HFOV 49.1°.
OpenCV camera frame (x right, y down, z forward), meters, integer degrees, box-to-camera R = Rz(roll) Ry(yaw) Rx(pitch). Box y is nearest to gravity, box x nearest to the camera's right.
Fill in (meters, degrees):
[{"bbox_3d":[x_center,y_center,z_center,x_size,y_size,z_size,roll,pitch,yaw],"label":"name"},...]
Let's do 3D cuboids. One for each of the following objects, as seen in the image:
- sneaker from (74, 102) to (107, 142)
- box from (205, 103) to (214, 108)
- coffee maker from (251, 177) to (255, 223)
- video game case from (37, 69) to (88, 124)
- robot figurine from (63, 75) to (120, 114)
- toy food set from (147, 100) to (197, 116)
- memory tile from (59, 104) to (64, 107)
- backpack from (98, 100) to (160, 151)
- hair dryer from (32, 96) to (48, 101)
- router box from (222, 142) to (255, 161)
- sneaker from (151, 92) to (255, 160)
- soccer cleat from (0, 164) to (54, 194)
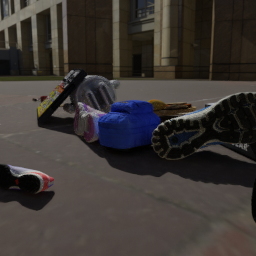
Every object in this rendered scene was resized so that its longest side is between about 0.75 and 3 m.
[{"bbox_3d":[-0.877,-0.144,7.674,0.948,0.863,2.145,2,14,-25],"label":"sneaker"},{"bbox_3d":[4.428,-0.676,10.879,1.592,0.439,2.330,-9,15,-36],"label":"box"},{"bbox_3d":[2.351,0.830,2.659,1.677,1.129,1.611,-6,48,-24],"label":"coffee maker"},{"bbox_3d":[-2.520,-1.274,10.389,0.318,2.254,2.494,43,-4,-22],"label":"video game case"},{"bbox_3d":[-1.405,-1.229,10.804,2.341,1.559,2.760,-26,18,-13],"label":"robot figurine"},{"bbox_3d":[1.557,-0.808,10.361,2.001,0.582,2.898,-10,8,-40],"label":"toy food set"},{"bbox_3d":[-3.207,-1.145,14.079,0.753,0.063,0.577,-7,14,-34],"label":"memory tile"},{"bbox_3d":[-0.052,-0.056,6.415,1.321,1.109,1.074,-16,12,-43],"label":"backpack"},{"bbox_3d":[-4.829,-1.722,16.216,1.191,0.324,0.907,4,11,14],"label":"hair dryer"},{"bbox_3d":[2.951,0.276,6.340,1.267,0.434,1.699,-3,12,-12],"label":"router box"},{"bbox_3d":[1.793,-0.090,5.930,2.620,1.029,1.168,-14,3,9],"label":"sneaker"},{"bbox_3d":[-1.644,0.774,4.332,1.064,0.363,0.389,7,-1,26],"label":"soccer cleat"}]
